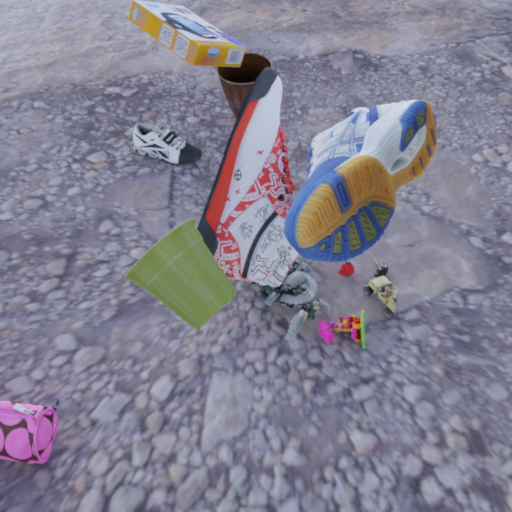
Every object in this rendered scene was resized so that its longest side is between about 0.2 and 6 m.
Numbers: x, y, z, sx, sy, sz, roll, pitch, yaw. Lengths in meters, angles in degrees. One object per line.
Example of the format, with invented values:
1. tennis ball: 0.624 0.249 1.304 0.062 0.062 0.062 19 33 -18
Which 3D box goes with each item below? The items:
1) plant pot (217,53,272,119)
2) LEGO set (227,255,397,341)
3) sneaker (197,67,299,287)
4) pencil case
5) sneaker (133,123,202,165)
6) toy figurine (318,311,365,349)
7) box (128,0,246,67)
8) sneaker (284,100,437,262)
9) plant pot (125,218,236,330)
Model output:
1. plant pot: -0.212 -3.749 12.901 1.230 1.316 1.230 -2 50 3
2. LEGO set: 0.954 0.369 10.542 3.473 0.984 2.255 -12 44 -12
3. sneaker: 0.246 -1.079 8.472 1.673 3.121 1.042 19 3 -9
4. pencil case: -3.975 2.497 8.324 1.955 0.916 0.887 3 43 5
5. sneaker: -2.283 -2.874 14.127 1.920 0.850 0.711 14 44 13
6. toy figurine: 1.516 1.265 9.973 0.815 0.665 0.886 -1 20 12
7. box: -1.588 -4.880 12.134 2.494 0.517 1.485 42 37 22
8. sneaker: 1.226 -1.072 7.804 1.461 1.248 3.315 12 42 39
9. plant pot: -0.853 0.309 7.107 1.099 1.157 1.157 47 54 0
